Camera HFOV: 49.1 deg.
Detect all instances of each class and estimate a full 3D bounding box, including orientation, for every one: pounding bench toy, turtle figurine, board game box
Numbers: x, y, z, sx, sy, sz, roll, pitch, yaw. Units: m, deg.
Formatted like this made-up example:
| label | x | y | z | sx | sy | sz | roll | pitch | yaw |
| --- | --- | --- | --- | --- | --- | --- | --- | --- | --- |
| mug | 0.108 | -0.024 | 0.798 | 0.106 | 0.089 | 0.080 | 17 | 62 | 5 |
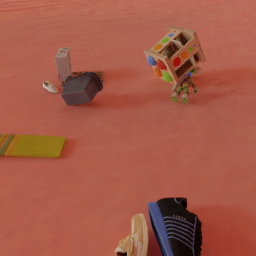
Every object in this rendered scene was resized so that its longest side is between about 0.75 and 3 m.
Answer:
| label | x | y | z | sx | sy | sz | roll | pitch | yaw |
| --- | --- | --- | --- | --- | --- | --- | --- | --- | --- |
| pounding bench toy | 2.089 | -2.675 | 11.954 | 1.886 | 2.418 | 1.502 | -43 | 41 | -6 |
| turtle figurine | 2.144 | -1.359 | 10.607 | 0.890 | 1.237 | 1.200 | 30 | 58 | -1 |
| board game box | -2.768 | -2.774 | 12.198 | 0.472 | 1.084 | 1.470 | -3 | 31 | -2 |

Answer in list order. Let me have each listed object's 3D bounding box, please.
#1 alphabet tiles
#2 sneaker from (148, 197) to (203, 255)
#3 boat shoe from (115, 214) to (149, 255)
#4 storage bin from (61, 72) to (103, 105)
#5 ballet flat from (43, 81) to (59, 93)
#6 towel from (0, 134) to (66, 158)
| label | x | y | z | sx | sy | sz | roll | pitch | yaw |
| --- | --- | --- | --- | --- | --- | --- | --- | --- | --- |
| alphabet tiles | -1.943 | -2.043 | 12.107 | 1.820 | 0.082 | 2.178 | -3 | 32 | -5 |
| sneaker | 0.963 | 1.969 | 4.780 | 0.846 | 0.762 | 2.172 | -12 | 31 | -5 |
| boat shoe | 0.058 | 2.109 | 4.717 | 0.552 | 0.588 | 1.594 | 5 | 32 | -2 |
| storage bin | -1.719 | -1.379 | 9.955 | 1.348 | 0.981 | 0.905 | -5 | 43 | 25 |
| ballet flat | -3.142 | -1.674 | 11.263 | 0.334 | 0.334 | 0.963 | -26 | 40 | -36 |
| towel | -2.832 | 0.518 | 7.796 | 2.088 | 0.189 | 0.899 | 2 | 36 | 1 |
